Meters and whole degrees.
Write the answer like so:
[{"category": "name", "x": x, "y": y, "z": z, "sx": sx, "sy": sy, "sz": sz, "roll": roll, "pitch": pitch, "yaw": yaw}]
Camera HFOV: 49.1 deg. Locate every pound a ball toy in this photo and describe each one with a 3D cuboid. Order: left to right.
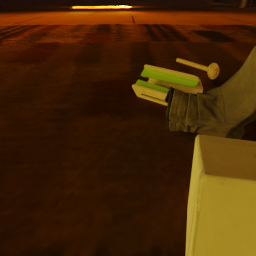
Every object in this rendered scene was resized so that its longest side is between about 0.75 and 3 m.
[{"category": "pound a ball toy", "x": 1.510, "y": -1.370, "z": 8.710, "sx": 2.297, "sy": 0.976, "sz": 1.498, "roll": 21, "pitch": 73, "yaw": 32}]

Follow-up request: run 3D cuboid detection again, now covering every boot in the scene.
[{"category": "boot", "x": 1.722, "y": -0.609, "z": 5.879, "sx": 1.844, "sy": 2.801, "sz": 0.977, "roll": 11, "pitch": 51, "yaw": 6}]

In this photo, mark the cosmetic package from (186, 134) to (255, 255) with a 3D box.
[{"category": "cosmetic package", "x": 1.943, "y": 1.059, "z": 3.285, "sx": 2.391, "sy": 1.475, "sz": 2.399, "roll": 7, "pitch": 9, "yaw": 13}]
